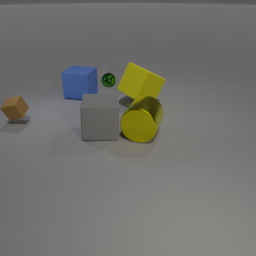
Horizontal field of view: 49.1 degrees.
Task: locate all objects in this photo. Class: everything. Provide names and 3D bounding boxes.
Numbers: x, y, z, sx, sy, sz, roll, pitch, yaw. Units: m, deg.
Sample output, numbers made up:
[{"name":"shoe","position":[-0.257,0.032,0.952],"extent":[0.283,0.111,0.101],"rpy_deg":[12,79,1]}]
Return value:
[{"name":"cube","position":[-1.078,-0.447,10.926],"extent":[1.400,1.400,1.400],"rpy_deg":[-1,27,-4]},{"name":"cube","position":[0.628,-2.079,13.284],"extent":[1.400,1.400,1.400],"rpy_deg":[11,19,-48]},{"name":"cube","position":[-4.722,-0.838,11.698],"extent":[0.700,0.700,0.700],"rpy_deg":[-10,41,16]},{"name":"ball","position":[-0.926,-2.281,13.397],"extent":[0.700,0.700,0.700],"rpy_deg":[0,27,0]},{"name":"cube","position":[-2.481,-2.370,14.635],"extent":[1.400,1.400,1.400],"rpy_deg":[7,27,13]},{"name":"cylinder","position":[0.567,-0.363,10.777],"extent":[1.400,1.400,1.400],"rpy_deg":[8,29,15]}]
